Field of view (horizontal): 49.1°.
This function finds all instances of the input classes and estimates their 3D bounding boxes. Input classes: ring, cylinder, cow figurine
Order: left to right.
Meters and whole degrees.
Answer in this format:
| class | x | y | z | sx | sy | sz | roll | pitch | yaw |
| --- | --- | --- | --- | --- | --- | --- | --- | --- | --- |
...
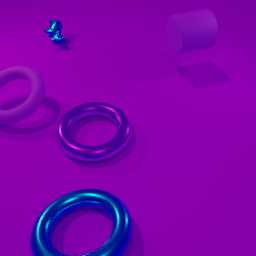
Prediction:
| class | x | y | z | sx | sy | sz | roll | pitch | yaw |
| --- | --- | --- | --- | --- | --- | --- | --- | --- | --- |
| ring | -3.266 | -0.971 | 7.970 | 1.887 | 0.377 | 1.887 | -4 | 63 | 8 |
| cow figurine | -2.681 | -3.628 | 10.618 | 0.976 | 0.545 | 0.992 | 15 | 78 | 25 |
| ring | -0.896 | 1.970 | 5.480 | 1.984 | 0.397 | 1.984 | -4 | 33 | 2 |
| ring | -0.908 | 0.048 | 7.528 | 2.040 | 0.408 | 2.040 | 0 | 47 | 0 |
| cylinder | 1.986 | -3.023 | 8.839 | 1.195 | 1.195 | 1.195 | -15 | 49 | -12 |
